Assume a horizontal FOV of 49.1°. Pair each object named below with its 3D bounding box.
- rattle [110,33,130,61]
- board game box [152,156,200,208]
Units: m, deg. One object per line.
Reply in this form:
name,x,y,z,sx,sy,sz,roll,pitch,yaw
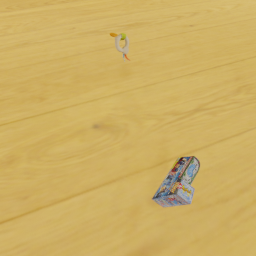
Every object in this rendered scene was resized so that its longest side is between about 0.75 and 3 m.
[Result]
rattle,-0.264,-2.419,8.451,0.594,0.831,0.541,6,45,30
board game box,0.884,0.933,4.704,0.290,0.939,0.939,36,78,-6
